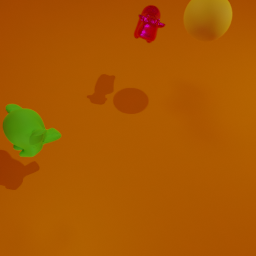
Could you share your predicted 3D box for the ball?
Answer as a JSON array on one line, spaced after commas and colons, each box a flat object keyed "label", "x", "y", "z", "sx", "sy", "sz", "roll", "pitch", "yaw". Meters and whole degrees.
[{"label": "ball", "x": 1.819, "y": -2.532, "z": 6.421, "sx": 1.070, "sy": 1.070, "sz": 1.070, "roll": 0, "pitch": 61, "yaw": 0}]

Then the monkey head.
[{"label": "monkey head", "x": -2.029, "y": 0.008, "z": 5.996, "sx": 1.148, "sy": 0.962, "sz": 1.596, "roll": -21, "pitch": 37, "yaw": -35}]

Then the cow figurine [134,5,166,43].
[{"label": "cow figurine", "x": 0.554, "y": -2.703, "z": 7.131, "sx": 0.689, "sy": 1.234, "sz": 1.255, "roll": 18, "pitch": 72, "yaw": -7}]
